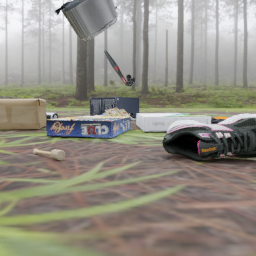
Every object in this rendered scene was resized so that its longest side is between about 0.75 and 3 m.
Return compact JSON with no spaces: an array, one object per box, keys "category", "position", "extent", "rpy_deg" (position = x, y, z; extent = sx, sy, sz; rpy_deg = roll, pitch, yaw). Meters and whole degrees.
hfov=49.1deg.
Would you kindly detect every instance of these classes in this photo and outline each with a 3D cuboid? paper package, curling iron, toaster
[{"category":"paper package","position":[-4.170,-0.532,10.292],"extent":[2.092,1.082,1.994],"rpy_deg":[-2,5,-9]},{"category":"curling iron","position":[-0.453,-2.800,13.159],"extent":[0.585,2.358,0.301],"rpy_deg":[-23,-25,-38]},{"category":"toaster","position":[-1.168,-3.460,8.483],"extent":[1.791,1.157,1.018],"rpy_deg":[-38,34,-12]}]

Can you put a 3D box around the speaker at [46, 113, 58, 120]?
[{"category":"speaker","position":[-4.167,-0.589,14.698],"extent":[1.053,0.427,0.427],"rpy_deg":[4,6,33]}]

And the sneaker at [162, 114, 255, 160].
[{"category":"sneaker","position":[1.413,0.257,4.430],"extent":[1.876,0.753,0.810],"rpy_deg":[-7,12,30]}]

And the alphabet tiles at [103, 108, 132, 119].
[{"category":"alphabet tiles","position":[-0.460,-0.520,12.220],"extent":[1.050,0.040,1.262],"rpy_deg":[-13,39,-27]}]

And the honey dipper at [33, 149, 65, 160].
[{"category":"honey dipper","position":[-1.376,0.421,4.753],"extent":[0.880,0.167,0.167],"rpy_deg":[3,6,44]}]

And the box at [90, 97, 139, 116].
[{"category":"box","position":[-0.868,-1.381,18.577],"extent":[2.285,1.306,2.509],"rpy_deg":[2,5,38]}]

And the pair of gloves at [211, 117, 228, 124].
[{"category":"pair of gloves","position":[4.943,-0.293,11.794],"extent":[2.598,0.361,2.916],"rpy_deg":[0,6,-4]}]

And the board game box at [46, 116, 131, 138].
[{"category":"board game box","position":[-1.044,-0.081,8.630],"extent":[1.839,0.470,2.715],"rpy_deg":[1,5,11]}]

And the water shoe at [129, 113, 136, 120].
[{"category":"water shoe","position":[0.324,-0.631,15.263],"extent":[0.369,0.407,1.031],"rpy_deg":[3,6,27]}]

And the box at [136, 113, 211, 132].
[{"category":"box","position":[1.472,-0.247,10.137],"extent":[2.150,0.541,2.979],"rpy_deg":[-1,6,-3]}]
